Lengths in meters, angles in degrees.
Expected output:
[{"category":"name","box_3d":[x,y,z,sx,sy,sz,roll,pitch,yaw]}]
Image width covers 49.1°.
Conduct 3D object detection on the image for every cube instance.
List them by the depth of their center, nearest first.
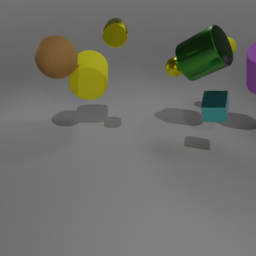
[{"category":"cube","box_3d":[2.655,-0.652,8.523,0.700,0.700,0.700,3,54,25]}]

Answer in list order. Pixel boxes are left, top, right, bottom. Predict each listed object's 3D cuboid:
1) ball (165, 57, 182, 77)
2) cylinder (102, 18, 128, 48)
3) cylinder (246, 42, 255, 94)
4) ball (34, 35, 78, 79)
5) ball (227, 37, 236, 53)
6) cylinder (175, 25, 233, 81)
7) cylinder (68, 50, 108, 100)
[{"category":"ball","box_3d":[1.669,-2.164,9.956,0.700,0.700,0.700,0,28,0]},{"category":"cylinder","box_3d":[-0.360,-2.747,8.073,0.700,0.700,0.700,0,31,0]},{"category":"cylinder","box_3d":[4.726,-2.018,9.397,1.400,1.400,1.400,-11,47,12]},{"category":"ball","box_3d":[-2.369,-2.335,9.291,1.400,1.400,1.400,0,28,0]},{"category":"ball","box_3d":[3.702,-3.042,10.537,0.700,0.700,0.700,0,28,0]},{"category":"cylinder","box_3d":[2.537,-2.468,9.345,1.400,1.400,1.400,-20,11,41]},{"category":"cylinder","box_3d":[-1.461,-1.999,10.557,1.400,1.400,1.400,-1,39,-2]}]
